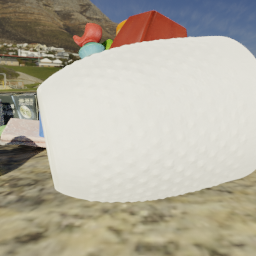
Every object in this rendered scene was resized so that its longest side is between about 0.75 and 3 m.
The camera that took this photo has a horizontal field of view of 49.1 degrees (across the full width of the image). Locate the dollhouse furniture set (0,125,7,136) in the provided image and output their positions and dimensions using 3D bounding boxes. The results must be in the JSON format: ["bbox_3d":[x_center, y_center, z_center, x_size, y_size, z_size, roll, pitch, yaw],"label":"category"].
[{"bbox_3d":[-2.756,-0.318,8.575,1.241,0.958,2.483,9,13,44],"label":"dollhouse furniture set"}]

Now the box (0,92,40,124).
[{"bbox_3d":[-4.719,-0.839,11.247,2.535,1.092,2.076,-1,10,-7],"label":"box"}]

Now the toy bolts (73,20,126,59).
[{"bbox_3d":[-0.632,-3.145,11.803,2.835,1.966,2.708,0,-20,-43],"label":"toy bolts"}]

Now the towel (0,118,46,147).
[{"bbox_3d":[-2.177,0.139,7.109,1.754,0.296,1.836,6,13,-16],"label":"towel"}]

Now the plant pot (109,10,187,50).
[{"bbox_3d":[0.708,-2.533,9.145,2.160,1.905,2.162,14,4,-34],"label":"plant pot"}]

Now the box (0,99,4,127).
[{"bbox_3d":[-4.707,-0.457,9.368,0.635,0.972,0.967,-2,9,3],"label":"box"}]

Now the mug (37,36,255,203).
[{"bbox_3d":[0.037,-0.231,4.049,2.481,2.090,2.830,-10,30,-18],"label":"mug"}]

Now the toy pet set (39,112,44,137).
[{"bbox_3d":[-1.545,-0.212,7.058,1.026,1.932,1.804,-38,13,4],"label":"toy pet set"}]
